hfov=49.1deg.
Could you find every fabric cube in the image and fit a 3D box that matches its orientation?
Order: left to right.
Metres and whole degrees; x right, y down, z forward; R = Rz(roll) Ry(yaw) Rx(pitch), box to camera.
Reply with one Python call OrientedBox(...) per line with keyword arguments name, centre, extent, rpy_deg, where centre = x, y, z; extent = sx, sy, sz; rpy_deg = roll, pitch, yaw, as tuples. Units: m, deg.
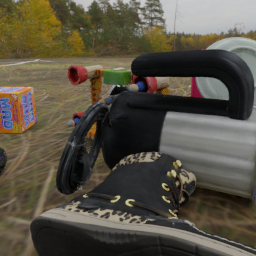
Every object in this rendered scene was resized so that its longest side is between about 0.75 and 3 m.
OrientedBox(name="fabric cube", centre=(3.412, -1.266, 8.941), extent=(2.487, 2.448, 2.495), rpy_deg=(5, 18, 20))

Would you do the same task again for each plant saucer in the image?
OrientedBox(name="plant saucer", centre=(2.268, -1.132, 5.621), extent=(1.756, 1.756, 0.441), rpy_deg=(1, -16, 4))

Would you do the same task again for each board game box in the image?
OrientedBox(name="board game box", centre=(-3.727, -0.598, 8.784), extent=(1.217, 1.217, 1.218), rpy_deg=(1, 17, 3))

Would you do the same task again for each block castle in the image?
OrientedBox(name="block castle", centre=(-0.405, -0.604, 7.473), extent=(2.992, 2.000, 1.404), rpy_deg=(16, 26, 39))

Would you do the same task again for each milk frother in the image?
OrientedBox(name="milk frother", centre=(0.712, 0.356, 4.578), extent=(2.699, 2.590, 2.870), rpy_deg=(8, 48, 26))

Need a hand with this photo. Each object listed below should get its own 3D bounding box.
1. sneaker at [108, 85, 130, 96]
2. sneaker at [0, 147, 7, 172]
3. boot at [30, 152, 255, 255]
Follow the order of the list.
OrientedBox(name="sneaker", centre=(-0.202, -1.095, 8.358), extent=(0.508, 0.332, 0.908), rpy_deg=(32, 29, 6))
OrientedBox(name="sneaker", centre=(-2.889, 0.623, 5.302), extent=(1.214, 1.050, 2.772), rpy_deg=(-4, 17, -32))
OrientedBox(name="boot", centre=(0.506, 1.139, 3.599), extent=(2.844, 1.041, 2.141), rpy_deg=(1, 17, 26))
